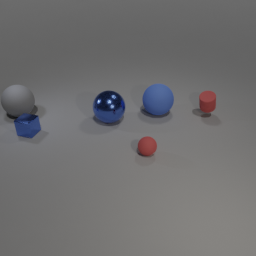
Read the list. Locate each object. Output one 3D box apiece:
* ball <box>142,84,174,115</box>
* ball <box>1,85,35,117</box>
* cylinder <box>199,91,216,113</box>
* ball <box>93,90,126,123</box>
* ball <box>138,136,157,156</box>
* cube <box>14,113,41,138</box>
[{"bbox_3d":[1.346,-1.277,12.528,1.400,1.400,1.400,0,32,0],"label":"ball"},{"bbox_3d":[-4.863,-1.204,12.396,1.400,1.400,1.400,0,32,0],"label":"ball"},{"bbox_3d":[3.473,-1.147,12.214,0.700,0.700,0.700,-8,50,10],"label":"cylinder"},{"bbox_3d":[-0.804,-0.900,11.944,1.400,1.400,1.400,0,32,0],"label":"ball"},{"bbox_3d":[0.700,0.653,10.128,0.700,0.700,0.700,0,32,0],"label":"ball"},{"bbox_3d":[-4.057,-0.100,11.339,0.700,0.700,0.700,9,33,15],"label":"cube"}]
